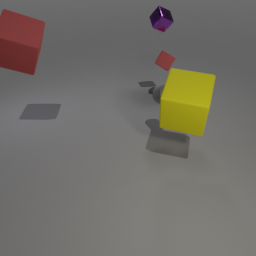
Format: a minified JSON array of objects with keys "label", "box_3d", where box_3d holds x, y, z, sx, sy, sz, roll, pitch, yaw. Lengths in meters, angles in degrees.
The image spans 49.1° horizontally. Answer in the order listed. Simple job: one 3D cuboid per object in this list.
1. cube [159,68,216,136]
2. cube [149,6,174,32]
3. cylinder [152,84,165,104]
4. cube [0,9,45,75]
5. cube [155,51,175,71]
[{"label":"cube","box_3d":[1.827,-0.807,8.767,1.400,1.400,1.400,12,54,13]},{"label":"cube","box_3d":[1.486,-4.832,12.449,0.700,0.700,0.700,7,60,-36]},{"label":"cylinder","box_3d":[1.355,-1.264,10.406,0.700,0.700,0.700,-11,5,-18]},{"label":"cube","box_3d":[-3.789,-2.948,9.753,1.400,1.400,1.400,12,55,-18]},{"label":"cube","box_3d":[1.759,-3.222,13.406,0.700,0.700,0.700,30,14,-6]}]
